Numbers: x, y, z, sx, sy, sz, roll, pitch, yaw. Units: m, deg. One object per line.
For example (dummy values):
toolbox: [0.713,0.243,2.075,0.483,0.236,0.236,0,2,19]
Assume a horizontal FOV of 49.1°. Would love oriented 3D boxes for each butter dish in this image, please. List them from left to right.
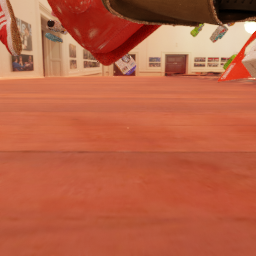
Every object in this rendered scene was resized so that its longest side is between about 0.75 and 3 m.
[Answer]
butter dish: [-0.720,-2.984,6.275,2.848,2.840,2.105,-31,12,32]

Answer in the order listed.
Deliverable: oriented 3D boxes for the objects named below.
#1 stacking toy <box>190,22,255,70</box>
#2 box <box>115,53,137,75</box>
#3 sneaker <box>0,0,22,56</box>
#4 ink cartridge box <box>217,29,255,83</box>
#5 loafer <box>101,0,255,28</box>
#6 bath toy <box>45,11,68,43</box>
stacking toy: [2.783,-2.951,7.905,0.544,1.747,2.317,-26,-20,-30]
box: [-0.183,-2.780,11.630,0.694,1.166,0.242,-39,10,-3]
sneaker: [-3.046,-2.264,6.422,0.936,1.664,0.593,-17,-20,-6]
ink cartridge box: [3.413,-2.241,6.401,2.671,0.582,2.318,-51,24,-15]
loafer: [0.884,-1.704,3.224,2.718,1.022,0.946,3,27,16]
bath toy: [-1.873,-3.130,7.808,0.620,1.426,0.527,9,8,-32]
